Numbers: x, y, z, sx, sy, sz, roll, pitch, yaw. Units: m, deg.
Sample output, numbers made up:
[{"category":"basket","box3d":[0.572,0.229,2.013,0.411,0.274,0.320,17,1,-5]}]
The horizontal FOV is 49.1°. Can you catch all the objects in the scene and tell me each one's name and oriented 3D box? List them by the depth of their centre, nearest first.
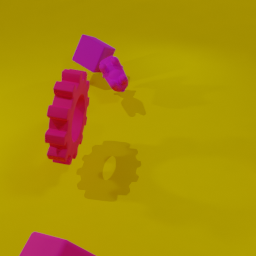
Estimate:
[{"category":"cube","box3d":[-0.838,2.083,3.471,1.098,1.098,1.098,-18,39,51]},{"category":"gear","box3d":[-1.156,-0.223,5.614,0.344,1.861,1.861,10,39,2]},{"category":"cow figurine","box3d":[-0.392,-1.548,8.102,0.713,1.278,1.299,-28,77,2]},{"category":"cube","box3d":[-1.101,-2.397,9.121,0.889,0.889,0.889,32,20,12]}]
